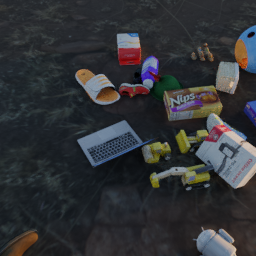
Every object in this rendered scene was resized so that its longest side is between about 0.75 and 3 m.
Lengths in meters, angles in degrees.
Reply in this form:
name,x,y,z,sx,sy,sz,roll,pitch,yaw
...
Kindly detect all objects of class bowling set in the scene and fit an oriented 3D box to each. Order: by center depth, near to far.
name,x,y,z,sx,sy,sz,roll,pitch,yaw
bowling set,3.658,-3.690,13.663,1.089,0.758,0.585,-2,49,3

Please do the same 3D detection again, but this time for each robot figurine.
name,x,y,z,sx,sy,sz,roll,pitch,yaw
robot figurine,2.348,3.211,7.439,1.216,0.687,1.032,35,78,29

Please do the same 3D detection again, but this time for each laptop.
name,x,y,z,sx,sy,sz,roll,pitch,yaw
laptop,-0.452,0.390,9.597,2.059,1.274,2.199,-23,52,-20

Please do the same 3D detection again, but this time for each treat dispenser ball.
name,x,y,z,sx,sy,sz,roll,pitch,yaw
treat dispenser ball,5.934,-3.532,12.598,2.129,2.129,2.129,0,48,0

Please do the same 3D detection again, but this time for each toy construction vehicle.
name,x,y,z,sx,sy,sz,roll,pitch,yaw
toy construction vehicle,1.796,0.933,9.371,2.462,0.867,2.144,-6,48,-5

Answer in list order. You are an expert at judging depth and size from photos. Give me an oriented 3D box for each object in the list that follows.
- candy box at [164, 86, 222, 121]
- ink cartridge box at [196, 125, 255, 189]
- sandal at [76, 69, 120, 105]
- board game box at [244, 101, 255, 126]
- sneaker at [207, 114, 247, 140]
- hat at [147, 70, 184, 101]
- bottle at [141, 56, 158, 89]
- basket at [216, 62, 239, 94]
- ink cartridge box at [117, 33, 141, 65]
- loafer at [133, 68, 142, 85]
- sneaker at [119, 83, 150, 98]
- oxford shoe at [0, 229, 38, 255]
name,x,y,z,sx,sy,sz,roll,pitch,yaw
candy box,2.546,-1.001,11.211,2.055,0.580,1.199,-5,53,-2
ink cartridge box,3.279,0.897,9.056,0.720,1.255,1.727,-3,38,-47
sandal,-1.461,-1.979,12.054,1.052,0.787,2.745,-32,55,-25
board game box,5.688,-0.216,10.660,1.473,0.491,2.191,-11,49,-10
sneaker,3.633,0.264,10.194,1.003,0.723,1.910,-3,54,-19
hat,1.679,-2.124,11.616,1.524,1.620,1.840,12,49,9
bottle,0.953,-2.454,12.470,0.594,0.760,1.819,34,42,-22
basket,4.308,-2.225,12.202,0.786,0.863,1.274,12,45,10
ink cartridge box,0.040,-3.933,13.921,1.087,0.629,1.872,-4,49,-3
loafer,0.457,-2.407,12.707,0.382,0.395,1.126,10,49,9
sneaker,0.262,-1.522,11.938,1.320,0.508,0.561,6,60,14
oxford shoe,-3.075,3.583,7.128,0.936,0.806,2.218,36,64,17
